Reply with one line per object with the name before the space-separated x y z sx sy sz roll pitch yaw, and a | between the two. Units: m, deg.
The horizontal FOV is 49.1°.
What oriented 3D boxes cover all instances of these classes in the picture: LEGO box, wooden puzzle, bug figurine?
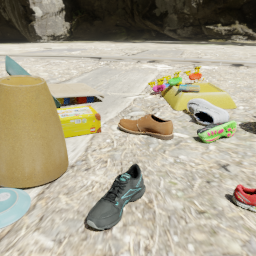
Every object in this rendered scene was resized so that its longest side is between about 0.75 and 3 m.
LEGO box | -1.903 -0.233 9.589 1.698 0.655 1.265 -9 23 -21
wooden puzzle | -2.768 -1.636 13.140 2.704 0.626 2.505 -2 20 -29
bug figurine | 2.315 -2.292 14.018 2.139 0.710 2.759 -16 2 -37

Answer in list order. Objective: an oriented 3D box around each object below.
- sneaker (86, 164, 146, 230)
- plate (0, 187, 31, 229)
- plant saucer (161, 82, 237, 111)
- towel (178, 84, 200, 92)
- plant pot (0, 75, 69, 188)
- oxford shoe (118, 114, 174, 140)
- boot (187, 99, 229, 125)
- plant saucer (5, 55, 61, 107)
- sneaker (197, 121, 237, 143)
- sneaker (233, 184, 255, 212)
sneaker | -0.235 1.324 5.651 0.660 0.694 1.751 14 27 28
plate | -2.738 1.567 5.709 1.445 0.185 1.445 -1 21 0
plant saucer | 3.181 -1.564 12.951 2.797 0.678 2.798 -2 22 -6
towel | 2.733 -1.761 12.474 0.923 0.137 1.258 5 19 12
plant pot | -2.488 -0.067 6.728 2.065 2.216 2.065 4 24 -2
oxford shoe | 0.578 -0.164 9.379 2.031 0.724 0.724 9 25 25
boot | 2.744 -0.621 10.490 0.918 0.707 1.921 -9 23 -35
plant saucer | -4.004 -1.732 11.511 0.521 2.896 2.896 -49 39 -10
sneaker | 2.892 0.024 9.041 1.572 0.603 0.658 -10 28 -27
sneaker | 2.710 1.442 5.570 1.198 0.509 0.461 12 25 28
